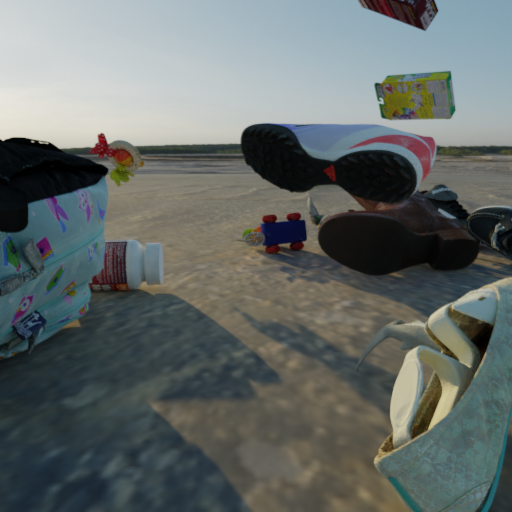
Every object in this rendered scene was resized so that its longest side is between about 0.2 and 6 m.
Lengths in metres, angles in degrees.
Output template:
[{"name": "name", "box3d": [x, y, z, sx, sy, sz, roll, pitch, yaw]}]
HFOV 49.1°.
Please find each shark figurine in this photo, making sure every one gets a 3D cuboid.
[{"name": "shark figurine", "box3d": [1.552, 0.920, 4.371, 1.834, 0.765, 1.096, 16, -16, 32]}]

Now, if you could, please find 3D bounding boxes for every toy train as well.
[{"name": "toy train", "box3d": [0.061, -0.415, 11.305, 1.783, 0.755, 1.031, -8, 3, -35]}]

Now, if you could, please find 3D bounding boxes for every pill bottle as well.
[{"name": "pill bottle", "box3d": [-2.047, 0.134, 8.110, 1.345, 0.737, 0.737, -1, 11, -4]}]

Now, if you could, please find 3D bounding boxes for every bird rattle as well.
[{"name": "bird rattle", "box3d": [-3.108, -2.301, 12.799, 1.020, 1.251, 0.705, -11, 29, 28]}]

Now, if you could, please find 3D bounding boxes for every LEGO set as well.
[{"name": "LEGO set", "box3d": [2.548, -0.351, 11.100, 3.339, 0.946, 2.168, 25, 28, 35]}]

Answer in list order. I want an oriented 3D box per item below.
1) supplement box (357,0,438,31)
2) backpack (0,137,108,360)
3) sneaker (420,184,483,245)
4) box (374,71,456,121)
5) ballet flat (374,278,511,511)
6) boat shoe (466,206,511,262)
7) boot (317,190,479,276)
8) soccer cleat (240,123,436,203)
[{"name": "supplement box", "box3d": [1.666, -3.162, 6.832, 1.016, 0.309, 0.553, 38, 9, 30]}, {"name": "backpack", "box3d": [-3.018, -0.170, 5.540, 2.990, 2.268, 3.583, 17, 14, 8]}, {"name": "sneaker", "box3d": [4.198, -0.945, 12.464, 0.921, 1.254, 2.772, -4, 12, -17]}, {"name": "box", "box3d": [3.241, -3.266, 11.530, 1.554, 0.912, 0.376, 8, 46, 35]}, {"name": "ballet flat", "box3d": [1.310, 0.647, 3.498, 0.651, 0.704, 2.087, 39, 46, 2]}, {"name": "boat shoe", "box3d": [4.558, -0.314, 9.770, 0.674, 0.845, 2.235, -16, 24, -32]}, {"name": "boot", "box3d": [2.023, -0.907, 10.186, 2.982, 1.028, 3.200, 9, 30, -20]}, {"name": "soccer cleat", "box3d": [1.044, -1.405, 7.669, 2.774, 0.946, 1.015, 15, 42, 34]}]
